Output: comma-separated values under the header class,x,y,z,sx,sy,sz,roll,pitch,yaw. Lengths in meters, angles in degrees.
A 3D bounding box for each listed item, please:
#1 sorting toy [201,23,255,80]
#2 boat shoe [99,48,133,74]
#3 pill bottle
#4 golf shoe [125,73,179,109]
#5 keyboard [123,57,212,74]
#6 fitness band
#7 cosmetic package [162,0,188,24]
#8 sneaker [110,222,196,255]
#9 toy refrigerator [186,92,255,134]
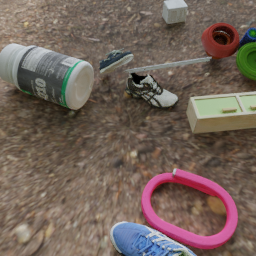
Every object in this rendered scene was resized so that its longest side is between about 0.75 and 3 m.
class,x,y,z,sx,sy,sz,roll,pitch,yaw
sorting toy,3.833,-2.588,9.822,2.747,1.128,1.651,41,76,12
boat shoe,-0.434,-2.206,9.037,0.642,1.714,0.530,-15,92,-29
pill bottle,-2.538,-1.655,8.688,2.654,1.501,1.501,20,55,14
golf shoe,0.752,-1.191,8.768,1.783,0.842,0.693,19,53,12
keyboard,1.234,-2.014,8.995,2.760,0.147,0.777,-10,14,-6
fitness band,1.434,1.884,6.691,2.261,0.423,1.624,18,55,15
cosmetic package,1.941,-4.851,11.636,0.819,0.686,0.681,-11,54,-8
sneaker,0.694,2.583,5.850,2.353,0.906,0.891,21,57,17
toy refrigerator,2.972,-0.490,8.254,2.258,0.790,0.857,-4,53,-4
